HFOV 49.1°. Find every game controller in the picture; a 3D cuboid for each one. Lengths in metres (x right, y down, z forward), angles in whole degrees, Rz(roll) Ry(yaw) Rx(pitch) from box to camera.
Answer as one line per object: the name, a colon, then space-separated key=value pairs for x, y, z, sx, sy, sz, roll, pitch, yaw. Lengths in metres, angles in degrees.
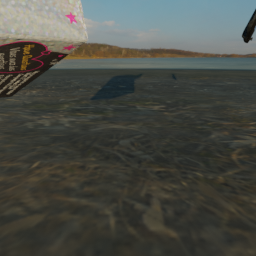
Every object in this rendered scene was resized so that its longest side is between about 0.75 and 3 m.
game controller: x=3.315 y=-2.871 z=7.038 sx=0.309 sy=1.465 sz=0.764 roll=28 pitch=-9 yaw=9

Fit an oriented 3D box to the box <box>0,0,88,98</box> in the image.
box: x=-1.353 y=-1.464 z=1.872 sx=1.342 sy=2.339 sz=1.546 roll=-12 pitch=-1 yaw=-41
